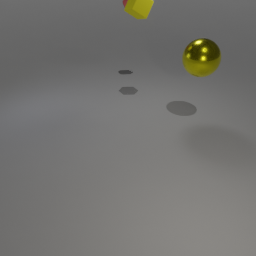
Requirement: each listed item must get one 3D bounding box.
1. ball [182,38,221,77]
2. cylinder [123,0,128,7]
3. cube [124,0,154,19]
[{"bbox_3d":[2.706,-2.579,10.327,1.400,1.400,1.400,0,30,0],"label":"ball"},{"bbox_3d":[0.207,-5.903,13.337,0.700,0.700,0.700,-23,25,19],"label":"cylinder"},{"bbox_3d":[0.406,-4.599,10.556,0.700,0.700,0.700,20,6,-33],"label":"cube"}]
